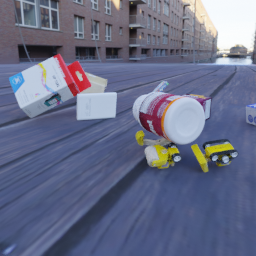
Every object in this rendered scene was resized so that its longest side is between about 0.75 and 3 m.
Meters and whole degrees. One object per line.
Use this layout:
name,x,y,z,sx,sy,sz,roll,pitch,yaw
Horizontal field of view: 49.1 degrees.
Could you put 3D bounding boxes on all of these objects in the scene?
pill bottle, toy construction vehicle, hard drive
pill bottle,0.634,-0.228,4.910,0.758,0.758,1.343,-7,15,-24
toy construction vehicle,0.979,0.353,5.076,1.490,0.525,1.297,-10,36,-8
hard drive,-0.901,-0.631,8.095,1.143,0.754,0.150,-6,25,-24

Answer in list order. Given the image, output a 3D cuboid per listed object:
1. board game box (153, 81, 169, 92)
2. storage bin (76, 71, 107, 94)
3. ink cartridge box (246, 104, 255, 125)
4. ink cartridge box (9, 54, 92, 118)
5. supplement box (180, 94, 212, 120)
board game box,1.155,-1.444,10.881,0.907,0.156,0.614,-46,11,1
storage bin,-1.513,-1.706,10.863,1.297,0.608,1.288,17,20,-9
ink cartridge box,4.053,-0.230,6.730,1.109,0.522,2.360,-13,15,-10
ink cartridge box,-2.182,-1.285,7.969,1.991,1.157,0.670,-28,-24,-5
supplement box,1.668,-0.512,7.850,0.857,0.665,1.552,12,19,33
